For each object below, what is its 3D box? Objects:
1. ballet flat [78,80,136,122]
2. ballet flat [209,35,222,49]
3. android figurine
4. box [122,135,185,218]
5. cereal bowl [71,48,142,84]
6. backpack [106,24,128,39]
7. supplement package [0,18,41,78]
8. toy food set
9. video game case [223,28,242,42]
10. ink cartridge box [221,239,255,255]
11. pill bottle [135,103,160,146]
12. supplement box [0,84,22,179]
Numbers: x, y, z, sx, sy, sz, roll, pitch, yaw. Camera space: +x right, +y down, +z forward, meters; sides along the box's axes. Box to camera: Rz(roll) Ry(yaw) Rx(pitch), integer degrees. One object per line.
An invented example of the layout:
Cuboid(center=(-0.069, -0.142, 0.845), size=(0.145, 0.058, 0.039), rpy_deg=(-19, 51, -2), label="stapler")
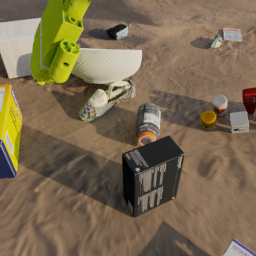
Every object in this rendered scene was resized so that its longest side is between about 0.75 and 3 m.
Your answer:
Cuboid(center=(-0.593, -0.890, 7.958), size=(1.971, 0.709, 0.709), rpy_deg=(-31, 52, -28), label="ballet flat")
Cuboid(center=(3.398, -3.278, 10.710), size=(0.361, 0.361, 0.973), rpy_deg=(20, 51, 19), label="ballet flat")
Cuboid(center=(-1.517, -2.043, 6.019), size=(0.542, 2.637, 2.401), rpy_deg=(11, 49, -31), label="android figurine")
Cuboid(center=(0.455, 0.969, 5.440), size=(1.031, 1.460, 0.576), rpy_deg=(-18, 47, -18), label="box")
Cuboid(center=(-0.769, -1.897, 8.482), size=(2.379, 0.991, 2.379), rpy_deg=(2, 16, -1), label="cereal bowl")
Cuboid(center=(-0.365, -3.847, 11.174), size=(0.776, 0.597, 0.633), rpy_deg=(-43, 50, -11), label="backpack")
Cuboid(center=(-2.986, -2.734, 9.360), size=(2.282, 1.367, 1.384), rpy_deg=(-12, 45, -12), label="supplement package")
Cuboid(center=(3.130, -0.283, 7.356), size=(2.336, 1.051, 1.115), rpy_deg=(-7, 55, 18), label="toy food set")
Cuboid(center=(4.251, -3.802, 11.409), size=(0.704, 0.086, 0.984), rpy_deg=(9, 45, 9), label="video game case")
Cuboid(center=(1.461, 2.968, 4.082), size=(1.224, 0.483, 2.462), rpy_deg=(32, 54, 29), label="ink cartridge box")
Cuboid(center=(0.507, -0.068, 7.135), size=(0.620, 0.620, 1.167), rpy_deg=(4, 44, 5), label="pill bottle")
Cuboid(center=(-3.274, 0.081, 6.583), size=(1.157, 1.165, 2.127), rpy_deg=(-7, 45, -8), label="supplement box")
